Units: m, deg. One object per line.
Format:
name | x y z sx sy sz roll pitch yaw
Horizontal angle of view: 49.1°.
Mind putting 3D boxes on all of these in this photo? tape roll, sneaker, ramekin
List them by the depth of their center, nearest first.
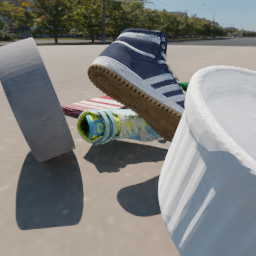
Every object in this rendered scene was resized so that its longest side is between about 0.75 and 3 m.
ramekin | 1.776 0.648 3.053 2.978 1.452 2.978 15 33 -10
sneaker | 0.746 -0.874 5.852 1.020 2.910 1.579 -35 23 58
tape roll | -1.928 -0.560 5.917 0.819 2.480 2.480 -23 25 -13
sneaker | -0.088 -0.047 6.443 2.356 0.937 1.538 -7 1 21

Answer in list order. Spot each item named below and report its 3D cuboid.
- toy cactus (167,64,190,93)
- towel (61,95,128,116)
toy cactus | 1.275 -0.947 7.707 2.127 1.755 1.088 -23 -13 8
towel | -0.768 -0.784 9.954 1.895 0.299 2.631 14 23 36
